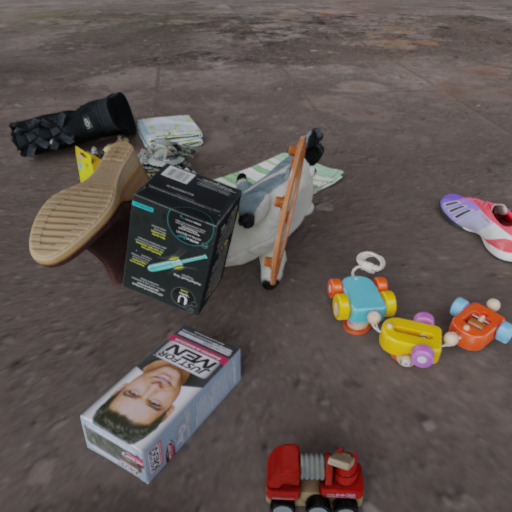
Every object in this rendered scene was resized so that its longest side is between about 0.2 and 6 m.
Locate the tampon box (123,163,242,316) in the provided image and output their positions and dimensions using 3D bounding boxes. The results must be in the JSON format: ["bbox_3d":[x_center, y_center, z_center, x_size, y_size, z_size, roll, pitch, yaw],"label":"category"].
[{"bbox_3d":[-0.904,-0.191,6.803,1.053,1.405,0.887,22,38,7],"label":"tampon box"}]

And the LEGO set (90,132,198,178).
[{"bbox_3d":[-2.415,-2.275,12.414,3.121,0.885,2.027,12,34,18],"label":"LEGO set"}]

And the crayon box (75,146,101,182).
[{"bbox_3d":[-3.271,-1.616,11.193,0.277,1.090,0.692,-25,41,-34],"label":"crayon box"}]

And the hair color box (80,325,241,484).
[{"bbox_3d":[-1.040,1.644,6.579,0.902,0.552,1.821,19,38,26],"label":"hair color box"}]

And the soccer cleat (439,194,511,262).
[{"bbox_3d":[4.097,-0.725,10.070,0.737,0.791,2.162,-9,34,-14],"label":"soccer cleat"}]

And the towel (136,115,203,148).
[{"bbox_3d":[-2.223,-3.156,14.280,1.443,0.406,1.686,-8,33,-18],"label":"towel"}]

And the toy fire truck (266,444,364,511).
[{"bbox_3d":[0.578,2.081,5.394,0.957,1.087,0.699,2,32,3],"label":"toy fire truck"}]

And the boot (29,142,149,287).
[{"bbox_3d":[-1.933,-0.181,7.238,0.799,1.838,2.210,13,47,13],"label":"boot"}]

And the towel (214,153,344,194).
[{"bbox_3d":[0.427,-1.616,11.947,1.874,0.287,2.457,27,41,36],"label":"towel"}]

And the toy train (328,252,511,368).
[{"bbox_3d":[2.152,0.867,7.774,2.387,0.664,1.793,29,41,32],"label":"toy train"}]

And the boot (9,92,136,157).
[{"bbox_3d":[-4.349,-3.123,13.569,2.399,1.084,2.928,-15,15,5],"label":"boot"}]

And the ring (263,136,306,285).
[{"bbox_3d":[0.363,-0.586,7.200,0.186,1.944,1.944,12,34,5],"label":"ring"}]

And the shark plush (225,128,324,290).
[{"bbox_3d":[0.104,-1.108,8.793,1.399,1.526,3.359,15,65,34],"label":"shark plush"}]
